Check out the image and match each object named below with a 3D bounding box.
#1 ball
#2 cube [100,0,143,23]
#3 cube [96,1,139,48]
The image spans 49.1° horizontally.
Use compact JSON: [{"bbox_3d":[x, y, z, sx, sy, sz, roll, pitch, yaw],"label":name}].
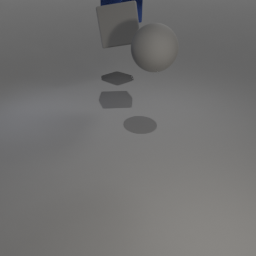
[{"bbox_3d":[0.780,-2.351,8.241,1.400,1.400,1.400,0,29,0],"label":"ball"},{"bbox_3d":[-0.297,-5.596,12.826,1.400,1.400,1.400,22,31,39],"label":"cube"},{"bbox_3d":[-0.312,-3.779,10.372,1.400,1.400,1.400,-8,17,3],"label":"cube"}]
